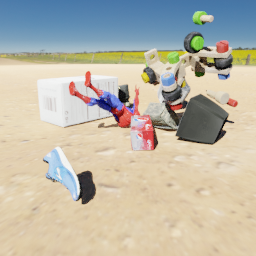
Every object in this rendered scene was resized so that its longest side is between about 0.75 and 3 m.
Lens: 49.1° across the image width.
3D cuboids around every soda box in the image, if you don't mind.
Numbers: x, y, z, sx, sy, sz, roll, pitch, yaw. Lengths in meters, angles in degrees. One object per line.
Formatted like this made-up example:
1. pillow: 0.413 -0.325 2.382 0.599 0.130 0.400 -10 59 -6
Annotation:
1. soda box: 0.362 0.083 7.391 0.566 0.512 1.616 -3 16 3

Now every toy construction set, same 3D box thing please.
1. toy construction set: 1.739 -1.590 8.330 2.823 2.354 2.169 36 2 -35

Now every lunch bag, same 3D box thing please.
1. lunch bag: 1.051 -0.287 8.364 0.962 0.566 0.789 43 -19 -32

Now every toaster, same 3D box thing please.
1. toaster: 1.790 -1.545 11.378 0.977 1.110 1.719 15 32 -17

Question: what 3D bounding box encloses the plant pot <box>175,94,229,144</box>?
1. plant pot: 2.019 -0.167 7.410 0.975 1.099 1.096 28 24 21

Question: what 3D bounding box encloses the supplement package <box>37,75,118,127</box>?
1. supplement package: -1.652 -1.029 9.698 1.415 1.420 2.420 13 20 41

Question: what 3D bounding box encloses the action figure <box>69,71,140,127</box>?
1. action figure: -0.444 -0.936 8.149 0.886 1.343 2.714 -23 -37 28

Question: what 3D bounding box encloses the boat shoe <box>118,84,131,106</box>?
1. boat shoe: -1.207 -1.532 11.721 2.972 0.931 1.087 10 17 33

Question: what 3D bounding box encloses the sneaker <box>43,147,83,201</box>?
1. sneaker: -1.026 0.760 4.356 0.419 0.369 0.940 -30 64 -15
